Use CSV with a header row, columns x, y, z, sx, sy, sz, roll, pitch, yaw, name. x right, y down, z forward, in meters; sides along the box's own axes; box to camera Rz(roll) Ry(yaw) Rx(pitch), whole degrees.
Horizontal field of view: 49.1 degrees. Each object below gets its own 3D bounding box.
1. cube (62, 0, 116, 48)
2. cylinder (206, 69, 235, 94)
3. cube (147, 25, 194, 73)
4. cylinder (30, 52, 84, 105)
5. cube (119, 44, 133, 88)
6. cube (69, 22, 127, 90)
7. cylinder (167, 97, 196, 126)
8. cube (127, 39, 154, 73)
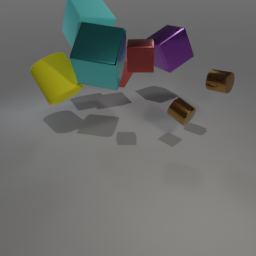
x,y,z,sx,sy,sz,roll,pitch,yaw,name
-1.488,-3.830,10.416,1.400,1.400,1.400,-8,52,-30,cube
3.038,-1.544,9.246,0.700,0.700,0.700,20,35,37,cylinder
1.802,-3.533,12.425,1.400,1.400,1.400,-36,34,-8,cube
-2.540,-1.750,10.056,1.400,1.400,1.400,-30,2,1,cylinder
-0.652,-2.794,12.149,1.400,1.400,1.400,3,48,-36,cube
-0.869,-2.226,8.813,1.400,1.400,1.400,11,67,5,cube
1.797,-0.553,9.397,0.700,0.700,0.700,41,45,22,cylinder
0.336,-1.932,7.488,0.700,0.700,0.700,0,34,3,cube
